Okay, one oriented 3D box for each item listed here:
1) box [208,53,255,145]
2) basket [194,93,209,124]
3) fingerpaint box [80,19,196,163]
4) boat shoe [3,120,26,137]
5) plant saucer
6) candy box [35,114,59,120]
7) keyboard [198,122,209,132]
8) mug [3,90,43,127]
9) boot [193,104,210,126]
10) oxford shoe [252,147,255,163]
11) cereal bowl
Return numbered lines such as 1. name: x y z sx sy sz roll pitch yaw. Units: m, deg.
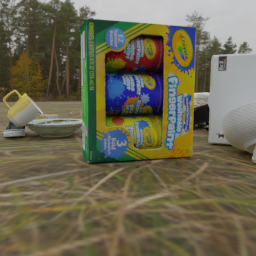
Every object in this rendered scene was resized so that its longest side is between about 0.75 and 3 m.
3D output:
1. box: 3.182 -0.685 6.912 2.164 2.153 1.414 3 7 23
2. basket: 3.624 -0.896 12.234 1.629 1.322 1.643 0 6 2
3. fingerpaint box: 0.175 -0.668 5.393 2.072 2.483 0.911 -1 7 -16
4. boat shoe: -3.391 -0.076 8.429 0.604 0.594 1.675 -2 7 -17
5. plant saucer: -2.174 0.001 8.434 1.764 0.443 1.764 -1 7 0
6. candy box: -3.668 -0.342 11.552 0.816 0.395 1.399 5 6 41
7. keyboard: 3.037 0.032 9.082 1.549 0.251 2.438 6 6 -3
8. mug: -2.877 -0.486 7.578 0.739 0.900 0.721 -41 -8 -7
9. boot: 1.865 -0.432 10.456 2.323 0.850 1.749 -13 5 -19
10. oxford shoe: 2.846 0.446 5.064 1.299 0.375 0.488 0 4 -15
11. cereal bowl: 2.701 0.091 5.536 1.574 0.655 1.574 2 -27 1
